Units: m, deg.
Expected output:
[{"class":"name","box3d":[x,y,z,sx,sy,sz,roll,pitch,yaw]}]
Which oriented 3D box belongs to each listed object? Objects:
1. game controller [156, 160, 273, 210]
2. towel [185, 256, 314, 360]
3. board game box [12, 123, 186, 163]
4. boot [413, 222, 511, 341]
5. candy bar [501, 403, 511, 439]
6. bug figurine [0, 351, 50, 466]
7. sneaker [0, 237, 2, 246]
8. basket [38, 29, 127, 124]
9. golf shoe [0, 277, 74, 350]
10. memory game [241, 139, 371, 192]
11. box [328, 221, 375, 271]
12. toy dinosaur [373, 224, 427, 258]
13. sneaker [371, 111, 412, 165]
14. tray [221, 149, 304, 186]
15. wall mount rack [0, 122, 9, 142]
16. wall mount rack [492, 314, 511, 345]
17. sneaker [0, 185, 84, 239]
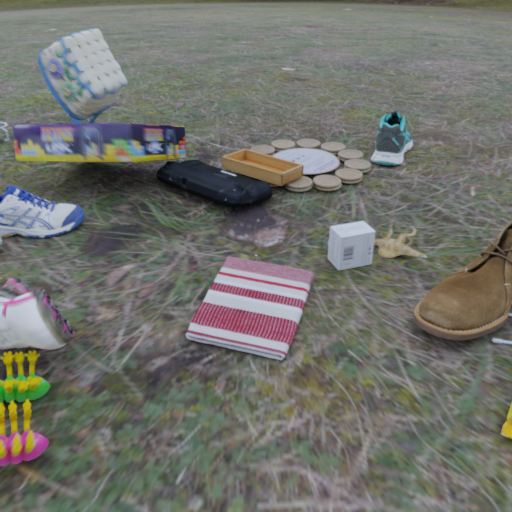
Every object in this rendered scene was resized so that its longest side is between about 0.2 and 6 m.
[{"class":"game controller","box3d":[-1.035,-1.777,13.616,2.953,0.622,1.540,24,23,36]},{"class":"towel","box3d":[-0.037,0.825,9.503,1.670,0.264,2.318,10,34,12]},{"class":"board game box","box3d":[-3.737,-2.785,13.726,3.198,0.907,2.643,4,11,19]},{"class":"boot","box3d":[3.904,0.230,9.375,3.601,1.359,1.326,-24,38,-34]},{"class":"candy bar","box3d":[3.815,1.883,7.748,0.494,0.219,1.980,20,36,23]},{"class":"bug figurine","box3d":[-3.659,2.075,6.956,2.068,0.686,2.666,-4,25,-19]},{"class":"sneaker","box3d":[-5.991,-0.261,11.053,1.958,0.689,0.915,4,14,10]},{"class":"basket","box3d":[-5.260,-5.221,16.467,1.960,2.484,2.817,-37,12,-33]},{"class":"golf shoe","box3d":[-3.513,1.055,8.219,1.178,0.928,2.557,-41,26,-28]},{"class":"memory game","box3d":[1.288,-2.473,15.011,3.539,0.225,3.539,0,31,0]},{"class":"box","box3d":[1.813,-0.199,10.708,0.749,0.745,0.490,-11,33,-17]},{"class":"toy dinosaur","box3d":[2.849,-0.202,11.157,1.633,0.475,0.826,20,51,42]},{"class":"sneaker","box3d":[3.917,-3.516,15.757,1.056,1.241,2.721,8,31,13]},{"class":"tray","box3d":[0.144,-2.232,14.050,1.888,0.350,0.931,23,34,32]},{"class":"wall mount rack","box3d":[-8.143,-3.569,16.595,1.279,0.549,1.471,19,35,23]},{"class":"wall mount rack","box3d":[4.385,1.041,8.903,1.183,0.508,1.362,-32,15,30]},{"class":"sneaker","box3d":[-4.831,-0.959,11.717,2.323,1.024,0.874,-6,30,-12]}]
